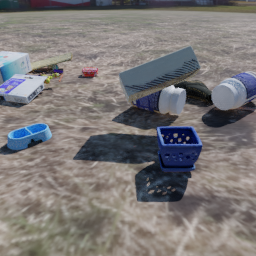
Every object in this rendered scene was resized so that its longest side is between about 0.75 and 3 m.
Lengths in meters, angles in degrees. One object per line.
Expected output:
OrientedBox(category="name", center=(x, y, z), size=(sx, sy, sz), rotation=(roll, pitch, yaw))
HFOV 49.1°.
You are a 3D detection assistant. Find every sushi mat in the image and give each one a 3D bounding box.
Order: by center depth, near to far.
OrientedBox(category="sushi mat", center=(-4.325, -3.622, 15.332), size=(2.636, 0.160, 1.261), rotation=(-15, 31, -1))

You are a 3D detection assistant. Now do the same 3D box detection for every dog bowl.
OrientedBox(category="dog bowl", center=(-3.016, 0.223, 8.553), size=(1.356, 0.336, 0.756), rotation=(-22, 36, -35))

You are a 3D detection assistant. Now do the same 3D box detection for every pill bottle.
OrientedBox(category="pill bottle", center=(1.058, -1.158, 10.301), size=(1.955, 1.132, 1.132), rotation=(17, 32, 28))
OrientedBox(category="pill bottle", center=(4.181, -1.412, 10.734), size=(2.038, 1.179, 1.179), rotation=(-23, 36, -36))

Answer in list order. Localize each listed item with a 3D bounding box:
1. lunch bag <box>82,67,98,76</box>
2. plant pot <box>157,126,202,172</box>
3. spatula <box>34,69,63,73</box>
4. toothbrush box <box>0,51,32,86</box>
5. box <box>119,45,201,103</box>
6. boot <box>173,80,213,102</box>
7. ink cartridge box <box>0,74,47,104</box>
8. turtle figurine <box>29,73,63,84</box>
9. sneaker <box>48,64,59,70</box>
OrientedBox(category="lunch bag", center=(-1.957, -2.857, 14.383), size=(0.827, 0.339, 0.728), rotation=(0, 33, 2))
OrientedBox(category="plant pot", center=(1.271, 0.574, 7.275), size=(1.014, 0.912, 1.014), rotation=(0, 28, -2))
OrientedBox(category="spatula", center=(-4.195, -2.998, 14.803), size=(1.484, 0.152, 0.419), rotation=(-3, 28, -6))
OrientedBox(category="toothbrush box", center=(-6.113, -2.967, 13.767), size=(1.637, 0.953, 2.235), rotation=(9, 32, 16))
OrientedBox(category="box", center=(0.980, -1.708, 9.022), size=(2.468, 0.844, 1.014), rotation=(-22, -7, -2))
OrientedBox(category="boot", center=(2.620, -1.448, 11.357), size=(1.926, 0.746, 1.332), rotation=(-12, 35, -20))
OrientedBox(category="ink cartridge box", center=(-4.518, -1.702, 11.867), size=(1.726, 0.378, 1.742), rotation=(8, 40, 16))
OrientedBox(category="turtle figurine", center=(-3.938, -2.149, 12.625), size=(1.803, 0.580, 1.454), rotation=(-40, 36, -25))
OrientedBox(category="sneaker", center=(-4.057, -3.445, 15.450), size=(0.961, 0.373, 0.438), rotation=(26, 34, 37))
